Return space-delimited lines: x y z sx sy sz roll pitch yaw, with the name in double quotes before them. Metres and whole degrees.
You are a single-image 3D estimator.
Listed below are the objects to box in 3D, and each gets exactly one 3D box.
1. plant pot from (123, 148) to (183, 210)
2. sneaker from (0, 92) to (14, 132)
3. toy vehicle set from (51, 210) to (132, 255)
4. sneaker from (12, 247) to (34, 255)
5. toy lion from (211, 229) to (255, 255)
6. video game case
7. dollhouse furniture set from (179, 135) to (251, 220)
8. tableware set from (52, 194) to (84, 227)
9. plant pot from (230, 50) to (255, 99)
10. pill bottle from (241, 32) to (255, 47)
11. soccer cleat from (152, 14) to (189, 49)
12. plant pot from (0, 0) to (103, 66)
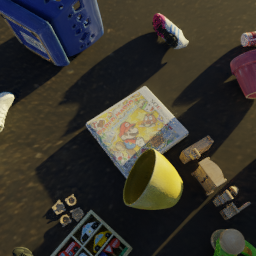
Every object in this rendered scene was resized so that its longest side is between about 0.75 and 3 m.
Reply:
"plant pot" 0.817 1.598 7.938 1.220 1.718 1.718 27 64 -15
"sneaker" -4.469 -0.330 9.439 0.802 0.760 1.987 32 76 11
"toy vehicle set" -1.280 3.753 7.580 1.582 0.338 2.547 36 69 17
"sneaker" -2.780 3.538 7.598 0.951 0.545 0.364 31 66 17
"toy lion" 2.747 4.383 7.088 2.581 0.924 2.693 40 70 10
"video game case" 0.296 0.044 9.451 2.601 0.298 2.367 -34 68 -15
"dollhouse furniture set" 2.684 1.376 8.306 1.024 1.199 2.313 -29 67 -12
"tableware set" -1.789 2.471 8.363 0.735 0.102 0.880 -30 67 -14
"plant pot" 4.508 -1.826 9.823 1.533 1.533 1.372 -7 80 -4
"pill bottle" 5.018 -3.552 11.106 0.910 0.519 0.519 -9 64 -5
"soccer cleat" 1.689 -3.861 11.275 0.842 0.681 1.950 -10 58 -31
"plant pot" -2.810 -4.031 10.207 2.734 2.734 2.458 32 75 15
